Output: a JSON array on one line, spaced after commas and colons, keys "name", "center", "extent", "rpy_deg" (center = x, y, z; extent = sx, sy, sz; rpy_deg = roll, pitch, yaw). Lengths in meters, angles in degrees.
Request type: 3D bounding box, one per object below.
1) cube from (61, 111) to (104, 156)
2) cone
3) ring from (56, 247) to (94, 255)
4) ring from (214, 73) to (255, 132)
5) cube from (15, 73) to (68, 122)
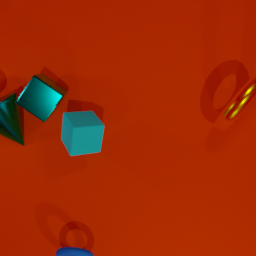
[{"name": "cube", "center": [-1.254, 0.124, 7.642], "extent": [0.873, 0.873, 0.873], "rpy_deg": [-6, 122, -29]}, {"name": "cone", "center": [-3.534, -0.058, 8.299], "extent": [1.499, 1.499, 1.504], "rpy_deg": [-31, 112, -3]}, {"name": "ring", "center": [-1.474, 3.527, 7.761], "extent": [1.053, 1.053, 0.211], "rpy_deg": [5, 53, 0]}, {"name": "ring", "center": [3.133, -0.728, 7.709], "extent": [0.406, 2.032, 2.032], "rpy_deg": [41, 86, 15]}, {"name": "cube", "center": [-2.441, -0.896, 8.064], "extent": [0.955, 0.955, 0.955], "rpy_deg": [36, 100, -11]}]
